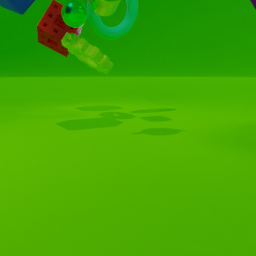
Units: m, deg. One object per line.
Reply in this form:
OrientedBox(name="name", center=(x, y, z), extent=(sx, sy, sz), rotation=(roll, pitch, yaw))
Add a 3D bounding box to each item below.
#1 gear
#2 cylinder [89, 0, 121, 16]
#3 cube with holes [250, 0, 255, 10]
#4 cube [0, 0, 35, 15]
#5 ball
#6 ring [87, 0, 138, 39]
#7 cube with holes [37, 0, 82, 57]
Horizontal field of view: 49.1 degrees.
OrientedBox(name="gear", center=(-1.296, -2.370, 9.017), extent=(1.757, 0.325, 1.757), rotation=(32, -2, 2))
OrientedBox(name="cylinder", center=(-0.593, -3.584, 7.548), extent=(0.828, 0.828, 0.828), rotation=(-3, -2, -15))
OrientedBox(name="cube with holes", center=(3.513, -3.346, 6.004), extent=(1.389, 1.389, 1.389), rotation=(-10, 43, 54))
OrientedBox(name="cube", center=(-2.805, -3.718, 6.579), extent=(1.312, 1.312, 1.312), rotation=(33, -7, 40))
OrientedBox(name="ball", center=(-1.535, -3.281, 8.064), extent=(0.741, 0.741, 0.741), rotation=(0, 11, 0))
OrientedBox(name="ring", center=(-0.487, -4.009, 9.464), extent=(1.979, 1.979, 0.396), rotation=(-8, 32, -36))
OrientedBox(name="cube with holes", center=(-2.541, -3.685, 10.514), extent=(1.234, 1.234, 1.234), rotation=(27, -15, -11))
